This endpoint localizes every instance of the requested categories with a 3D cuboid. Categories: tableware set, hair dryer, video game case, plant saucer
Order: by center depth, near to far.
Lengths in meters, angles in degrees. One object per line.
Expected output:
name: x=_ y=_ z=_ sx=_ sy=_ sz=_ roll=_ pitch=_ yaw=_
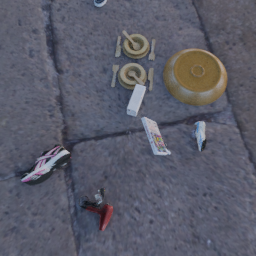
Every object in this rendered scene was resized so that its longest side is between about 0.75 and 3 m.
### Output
video game case: x=0.959 y=0.324 z=9.956 sx=0.166 sy=1.447 sz=1.319 roll=-23 pitch=76 yaw=17
hair dryer: x=-1.138 y=3.164 z=10.718 sx=1.165 sy=0.416 sz=1.530 roll=-27 pitch=68 yaw=10
plant saucer: x=3.035 y=-2.418 z=12.444 sx=2.905 sy=0.514 sz=2.905 roll=0 pitch=72 yaw=0
tableware set: x=0.268 y=-3.109 z=12.642 sx=1.875 sy=0.569 sz=2.837 roll=5 pitch=71 yaw=2

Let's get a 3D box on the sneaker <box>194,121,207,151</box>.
sneaker: x=2.983 y=0.353 z=11.607 sx=0.455 sy=0.451 sz=1.256 roll=-6 pitch=75 yaw=34

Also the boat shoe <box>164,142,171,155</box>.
boat shoe: x=1.455 y=0.722 z=11.512 sx=0.885 sy=0.317 sz=0.300 roll=41 pitch=77 yaw=20

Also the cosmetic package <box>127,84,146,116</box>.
cosmetic package: x=0.349 y=-1.180 z=11.969 sx=0.460 sy=0.631 sz=1.241 roll=17 pitch=73 yaw=6

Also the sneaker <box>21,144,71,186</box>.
sneaker: x=-3.307 y=1.419 z=11.122 sx=2.089 sy=0.839 sz=0.902 roll=-33 pitch=58 yaw=-15

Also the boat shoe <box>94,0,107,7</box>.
boat shoe: x=-1.228 y=-6.858 z=13.795 sx=0.605 sy=0.777 sz=1.711 roll=20 pitch=73 yaw=7
